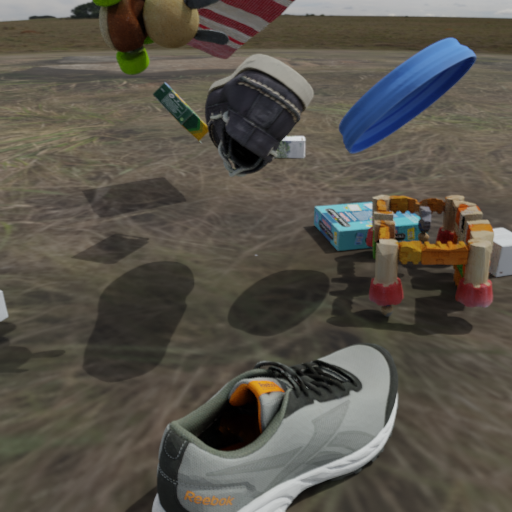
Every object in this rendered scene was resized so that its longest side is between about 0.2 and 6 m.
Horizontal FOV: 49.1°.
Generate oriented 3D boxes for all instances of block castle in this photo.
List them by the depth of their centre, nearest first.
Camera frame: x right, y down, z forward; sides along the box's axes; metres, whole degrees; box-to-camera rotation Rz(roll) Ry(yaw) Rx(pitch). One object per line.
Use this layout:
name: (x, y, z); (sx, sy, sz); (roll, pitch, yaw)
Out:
block castle: (2.461, -0.042, 8.216); (1.621, 1.138, 2.425); (0, 23, 10)

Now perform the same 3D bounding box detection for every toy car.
toy car: (-0.916, -2.546, 5.829); (1.258, 1.034, 0.993); (6, 60, 12)

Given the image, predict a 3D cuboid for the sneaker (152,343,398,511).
sneaker: (0.371, 1.418, 5.016); (1.078, 1.156, 2.916); (21, 31, 40)

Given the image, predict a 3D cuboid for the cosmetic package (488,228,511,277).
cosmetic package: (3.854, -0.062, 8.885); (0.541, 0.544, 0.650); (-6, 27, -16)

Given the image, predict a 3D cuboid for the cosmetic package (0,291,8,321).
cosmetic package: (-3.823, 0.710, 7.380); (0.693, 0.426, 0.691); (10, 27, 24)

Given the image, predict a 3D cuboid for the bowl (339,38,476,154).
bowl: (1.926, -2.086, 7.369); (1.948, 0.382, 1.948); (-34, -5, -4)

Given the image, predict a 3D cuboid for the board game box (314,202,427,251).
board game box: (2.043, -0.575, 10.161); (1.671, 0.392, 1.261); (-6, 26, -12)

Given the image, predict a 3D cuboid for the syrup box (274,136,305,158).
syrup box: (0.700, -2.942, 15.133); (1.234, 0.486, 0.503); (1, 25, 1)

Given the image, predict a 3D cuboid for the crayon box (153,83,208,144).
crayon box: (-1.172, -2.303, 9.128); (0.712, 0.292, 1.133); (47, 5, 10)

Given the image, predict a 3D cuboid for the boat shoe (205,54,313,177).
boat shoe: (-0.243, -1.558, 7.106); (1.152, 0.995, 3.171); (30, -5, -12)

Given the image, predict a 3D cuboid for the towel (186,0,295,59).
towel: (-0.582, -4.794, 11.284); (1.746, 0.276, 2.424); (3, -14, -38)
